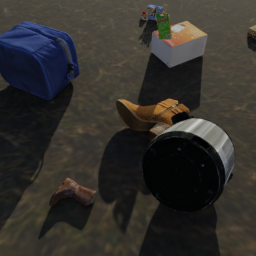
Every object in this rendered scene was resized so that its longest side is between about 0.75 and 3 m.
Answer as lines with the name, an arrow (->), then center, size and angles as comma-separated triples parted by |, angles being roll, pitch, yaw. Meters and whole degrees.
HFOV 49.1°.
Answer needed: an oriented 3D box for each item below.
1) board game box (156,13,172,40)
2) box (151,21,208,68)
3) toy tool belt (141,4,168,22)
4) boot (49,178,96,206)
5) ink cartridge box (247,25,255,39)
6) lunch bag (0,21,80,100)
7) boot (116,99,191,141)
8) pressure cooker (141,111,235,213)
board game box -> 1.248, -3.524, 9.700 | 0.455, 0.952, 0.143 | 9, 50, 26
box -> 1.953, -3.269, 10.854 | 1.697, 0.903, 1.292 | -25, 53, -20
toy tool belt -> 1.187, -5.366, 12.796 | 1.215, 0.746, 0.758 | 12, 50, 10
boot -> -1.336, 1.740, 6.898 | 0.941, 0.302, 0.877 | 25, 55, 15
ink cartridge box -> 5.673, -4.120, 11.987 | 0.855, 0.321, 0.705 | -27, 53, -22
lunch bag -> -2.921, -2.351, 9.404 | 2.736, 1.859, 1.810 | 23, 53, 19
boot -> 0.777, -0.538, 8.535 | 2.014, 0.772, 1.563 | 34, 58, 25
pressure cooker -> 1.519, 0.747, 6.558 | 1.887, 1.858, 2.113 | 25, 26, 21
